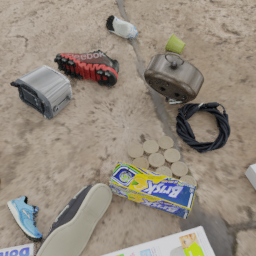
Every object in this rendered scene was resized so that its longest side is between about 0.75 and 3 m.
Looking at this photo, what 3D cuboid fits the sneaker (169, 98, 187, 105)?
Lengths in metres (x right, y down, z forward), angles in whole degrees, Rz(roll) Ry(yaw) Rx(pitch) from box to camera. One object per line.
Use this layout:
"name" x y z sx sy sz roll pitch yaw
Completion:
"sneaker" 1.945 -1.160 10.551 0.842 0.318 0.484 -8 86 -3

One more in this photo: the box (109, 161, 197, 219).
"box" 0.675 1.735 7.892 2.306 0.808 0.741 15 55 13

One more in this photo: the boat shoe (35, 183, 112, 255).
"boat shoe" -1.523 2.637 7.590 0.862 0.998 2.748 -2 42 54

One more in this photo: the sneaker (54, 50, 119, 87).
"sneaker" -1.576 -2.591 11.376 2.767 0.978 1.352 17 54 10

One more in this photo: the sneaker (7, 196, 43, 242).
"sneaker" -2.733 2.441 7.720 0.670 0.584 1.491 -31 58 -26

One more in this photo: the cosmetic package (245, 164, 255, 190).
"cosmetic package" 4.446 2.002 8.048 0.926 0.568 2.244 -15 54 -11

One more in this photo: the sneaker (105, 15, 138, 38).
"sneaker" -0.354 -4.780 13.353 0.761 0.754 2.099 12 23 -49

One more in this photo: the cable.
"cable" 2.557 -0.111 9.687 1.831 0.570 2.245 10 52 7

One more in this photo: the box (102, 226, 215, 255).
"box" 0.668 3.488 6.399 2.620 1.328 1.474 -12 52 -9

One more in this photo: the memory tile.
"memory tile" 1.010 1.257 8.879 1.650 0.181 2.153 -16 54 -11

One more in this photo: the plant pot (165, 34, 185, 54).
"plant pot" 2.135 -3.678 12.444 0.704 0.766 0.766 31 58 9

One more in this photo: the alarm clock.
"alarm clock" 1.471 -1.695 9.261 1.952 2.894 0.963 25 79 13

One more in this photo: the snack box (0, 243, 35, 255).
"snack box" -3.447 3.521 7.059 2.141 0.260 0.770 -9 53 -7

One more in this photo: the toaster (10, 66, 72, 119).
"toaster" -3.079 -1.401 10.316 2.151 1.222 1.389 31 55 21
